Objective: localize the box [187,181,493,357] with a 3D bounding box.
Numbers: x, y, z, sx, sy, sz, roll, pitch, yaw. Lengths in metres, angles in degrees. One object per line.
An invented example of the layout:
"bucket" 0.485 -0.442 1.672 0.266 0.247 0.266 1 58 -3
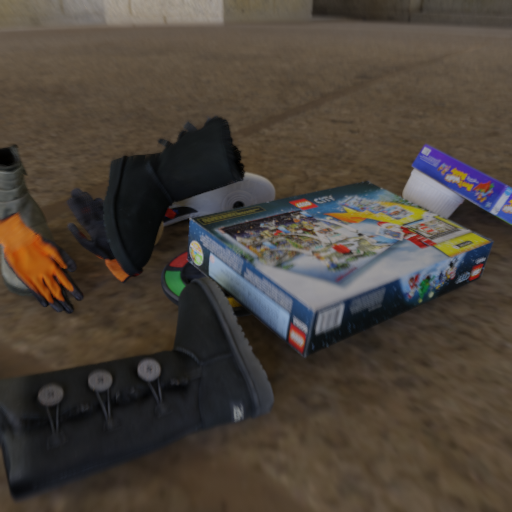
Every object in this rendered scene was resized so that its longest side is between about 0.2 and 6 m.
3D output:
"box" 1.526 -0.097 9.910 4.544 0.856 3.104 -15 36 -36

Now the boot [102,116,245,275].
"boot" -1.415 -1.210 10.183 2.457 1.110 2.998 -17 47 7

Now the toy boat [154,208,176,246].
"toy boat" -2.077 -0.639 11.396 0.474 0.858 1.020 31 58 -1

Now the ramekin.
"ramekin" 3.877 -1.324 12.458 1.280 0.672 1.280 29 15 -9

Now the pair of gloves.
"pair of gloves" -3.235 -0.143 9.860 2.241 0.277 1.996 -33 86 -44

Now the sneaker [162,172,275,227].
"sneaker" -1.279 -1.602 12.878 3.176 1.160 1.777 -8 31 -11

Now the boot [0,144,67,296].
"boot" -4.440 -0.767 10.393 1.085 2.092 3.203 -17 35 -25

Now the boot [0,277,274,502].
"boot" -1.744 1.513 7.433 3.189 1.047 2.628 -15 36 -19

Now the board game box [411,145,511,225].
"board game box" 4.917 -1.445 12.326 1.798 0.599 2.674 21 18 -30

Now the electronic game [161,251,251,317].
"electronic game" -0.513 0.367 10.036 2.362 0.492 2.362 0 30 0
